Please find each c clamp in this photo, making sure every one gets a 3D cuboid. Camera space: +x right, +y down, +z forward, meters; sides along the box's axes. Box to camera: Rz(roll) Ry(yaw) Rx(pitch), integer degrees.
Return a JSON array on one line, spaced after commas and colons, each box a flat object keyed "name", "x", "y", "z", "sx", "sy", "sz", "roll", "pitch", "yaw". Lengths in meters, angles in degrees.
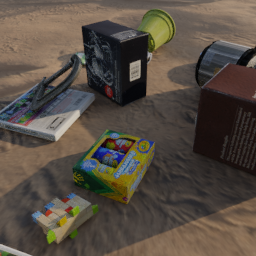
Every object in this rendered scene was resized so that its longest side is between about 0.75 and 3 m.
[{"name": "c clamp", "x": -2.571, "y": -1.712, "z": 9.854, "sx": 2.886, "sy": 0.391, "sz": 2.466, "roll": -24, "pitch": 38, "yaw": 33}]

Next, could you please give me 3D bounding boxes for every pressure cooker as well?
[{"name": "pressure cooker", "x": 4.036, "y": -2.085, "z": 10.664, "sx": 2.116, "sy": 2.083, "sz": 2.369, "roll": -30, "pitch": 42, "yaw": -30}]

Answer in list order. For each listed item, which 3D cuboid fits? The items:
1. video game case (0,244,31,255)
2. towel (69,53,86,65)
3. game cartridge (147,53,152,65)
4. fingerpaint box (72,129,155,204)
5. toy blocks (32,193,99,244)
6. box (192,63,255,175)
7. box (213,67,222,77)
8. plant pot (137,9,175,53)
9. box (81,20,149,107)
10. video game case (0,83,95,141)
[{"name": "video game case", "x": -1.965, "y": 3.338, "z": 4.398, "sx": 2.856, "sy": 0.314, "sz": 2.604, "roll": 14, "pitch": 38, "yaw": 11}, {"name": "towel", "x": -2.005, "y": -3.415, "z": 14.159, "sx": 1.636, "sy": 0.251, "sz": 1.220, "roll": 7, "pitch": 38, "yaw": 7}, {"name": "game cartridge", "x": 0.137, "y": -3.240, "z": 13.708, "sx": 1.562, "sy": 0.474, "sz": 2.343, "roll": 15, "pitch": 38, "yaw": 14}, {"name": "fingerpaint box", "x": -0.321, "y": 0.939, "z": 7.621, "sx": 1.571, "sy": 0.691, "sz": 1.883, "roll": 16, "pitch": 38, "yaw": 21}, {"name": "toy blocks", "x": -1.492, "y": 1.954, "z": 6.348, "sx": 0.931, "sy": 0.680, "sz": 1.361, "roll": 16, "pitch": 34, "yaw": 38}, {"name": "box", "x": 3.581, "y": -0.257, "z": 7.995, "sx": 2.648, "sy": 2.197, "sz": 2.174, "roll": 22, "pitch": 41, "yaw": 28}, {"name": "box", "x": 3.516, "y": -1.186, "z": 9.794, "sx": 1.340, "sy": 1.639, "sz": 0.174, "roll": 19, "pitch": 25, "yaw": 25}, {"name": "plant pot", "x": 1.254, "y": -5.045, "z": 15.167, "sx": 2.057, "sy": 2.057, "sz": 1.892, "roll": 18, "pitch": 51, "yaw": 23}, {"name": "box", "x": -0.508, "y": -2.543, "z": 10.870, "sx": 1.342, "sy": 2.578, "sz": 2.348, "roll": -27, "pitch": 43, "yaw": -31}, {"name": "video game case", "x": -2.995, "y": -0.698, "z": 10.235, "sx": 2.620, "sy": 0.330, "sz": 2.875, "roll": 12, "pitch": 38, "yaw": 16}]
